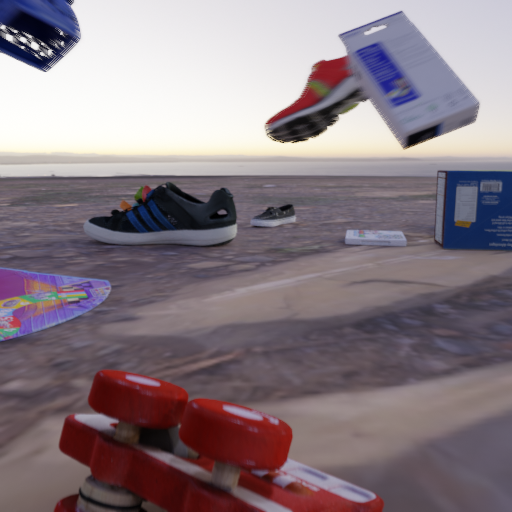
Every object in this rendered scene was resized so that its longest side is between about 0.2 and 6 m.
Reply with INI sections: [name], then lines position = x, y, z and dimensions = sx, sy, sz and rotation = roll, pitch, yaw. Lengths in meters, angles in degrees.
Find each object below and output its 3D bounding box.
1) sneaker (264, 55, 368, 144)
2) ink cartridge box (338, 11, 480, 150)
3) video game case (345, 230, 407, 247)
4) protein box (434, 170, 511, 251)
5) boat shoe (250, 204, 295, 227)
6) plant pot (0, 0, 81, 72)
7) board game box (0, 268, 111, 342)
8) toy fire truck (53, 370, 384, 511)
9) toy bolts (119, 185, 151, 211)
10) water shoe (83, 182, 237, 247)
[sneaker]
position = 1.454, -3.654, 12.568
dimensions = 3.082, 1.309, 1.187
rotation = -31, -20, 6
[ink cartridge box]
position = 1.659, -2.019, 6.316
dimensions = 0.869, 1.747, 0.342
rotation = -21, -31, -1
[video game case]
position = 2.473, -0.379, 11.668
dimensions = 1.194, 0.155, 1.311
rotation = 2, 10, 10
[protein box]
position = 4.303, -0.905, 10.839
dimensions = 1.465, 1.476, 0.996
rotation = 1, 10, 7
[boat shoe]
position = 0.434, -1.045, 14.431
dimensions = 0.580, 0.478, 1.689
rotation = 8, 13, 36
[plant pot]
position = -2.913, -3.106, 7.307
dimensions = 0.915, 0.823, 0.915
rotation = -24, -27, 36
[board game box]
position = -4.284, 0.119, 6.781
dimensions = 4.763, 0.927, 3.763
rotation = 4, 11, 25
[toy fire truck]
position = -0.210, 1.044, 2.641
dimensions = 1.356, 0.760, 1.138
rotation = 8, -11, 35
[toy bolts]
position = -2.584, -0.885, 13.331
dimensions = 1.499, 1.088, 1.569
rotation = 39, -8, -10
[water shoe]
position = -1.933, -0.884, 11.366
dimensions = 3.161, 1.248, 1.130
rotation = 1, 10, 7
